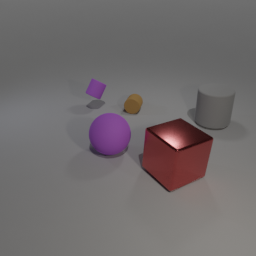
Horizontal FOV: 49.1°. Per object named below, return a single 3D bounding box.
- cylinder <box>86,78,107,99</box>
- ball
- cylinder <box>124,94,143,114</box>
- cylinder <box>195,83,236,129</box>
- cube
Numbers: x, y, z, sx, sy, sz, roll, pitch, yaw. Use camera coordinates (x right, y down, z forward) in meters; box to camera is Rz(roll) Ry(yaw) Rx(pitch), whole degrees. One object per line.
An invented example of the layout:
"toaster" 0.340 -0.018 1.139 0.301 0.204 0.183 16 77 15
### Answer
"cylinder" -1.386 -1.697 12.166 0.700 0.700 0.700 25 5 -3
"ball" -0.601 0.197 9.335 1.400 1.400 1.400 0 29 0
"cylinder" 0.243 -1.070 12.308 0.700 0.700 0.700 7 27 13
"cylinder" 3.431 -0.887 11.137 1.400 1.400 1.400 -1 29 0
"cube" 1.413 0.730 8.269 1.400 1.400 1.400 -15 34 -30
